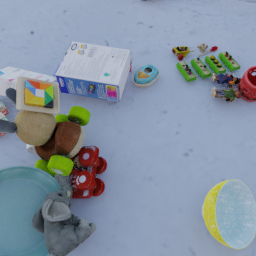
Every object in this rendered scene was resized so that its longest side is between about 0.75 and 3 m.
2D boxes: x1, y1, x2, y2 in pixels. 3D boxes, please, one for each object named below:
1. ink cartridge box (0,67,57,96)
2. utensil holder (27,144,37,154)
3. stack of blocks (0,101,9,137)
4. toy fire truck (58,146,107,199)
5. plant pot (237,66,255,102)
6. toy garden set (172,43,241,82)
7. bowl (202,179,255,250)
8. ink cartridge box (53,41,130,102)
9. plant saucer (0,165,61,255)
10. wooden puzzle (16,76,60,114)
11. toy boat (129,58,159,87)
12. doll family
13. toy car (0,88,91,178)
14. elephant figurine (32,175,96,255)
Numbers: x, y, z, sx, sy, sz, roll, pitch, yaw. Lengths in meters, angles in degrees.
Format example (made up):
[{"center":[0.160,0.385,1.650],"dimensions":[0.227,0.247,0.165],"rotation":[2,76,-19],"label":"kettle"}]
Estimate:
[{"center":[-4.073,-1.702,11.102],"dimensions":[2.314,0.785,1.332],"rotation":[14,29,10],"label":"ink cartridge box"},{"center":[-3.305,0.459,10.056],"dimensions":[0.651,0.651,0.767],"rotation":[-8,59,-5],"label":"utensil holder"},{"center":[-5.215,-0.528,10.757],"dimensions":[1.078,0.548,1.873],"rotation":[-39,64,-23],"label":"stack of blocks"},{"center":[-1.594,1.455,9.198],"dimensions":[1.518,1.014,1.808],"rotation":[-5,63,20],"label":"toy fire truck"},{"center":[5.049,-1.719,11.191],"dimensions":[1.168,1.064,1.168],"rotation":[1,65,-2],"label":"plant pot"},{"center":[3.351,-3.170,12.452],"dimensions":[2.542,0.507,2.119],"rotation":[-16,53,-11],"label":"toy garden set"},{"center":[2.819,2.504,8.299],"dimensions":[1.910,1.028,1.910],"rotation":[9,74,-33],"label":"bowl"},{"center":[-1.512,-2.274,11.021],"dimensions":[2.917,1.114,1.990],"rotation":[12,57,6],"label":"ink cartridge box"},{"center":[-3.180,2.544,8.172],"dimensions":[2.854,0.513,2.854],"rotation":[12,63,-26],"label":"plant saucer"},{"center":[-2.595,-0.967,8.146],"dimensions":[1.192,0.222,1.103],"rotation":[4,63,-27],"label":"wooden puzzle"},{"center":[0.494,-2.413,11.920],"dimensions":[1.539,0.715,1.294],"rotation":[34,63,20],"label":"toy boat"},{"center":[4.073,-1.704,11.401],"dimensions":[1.257,0.853,2.175],"rotation":[5,53,9],"label":"doll family"},{"center":[-2.842,0.027,8.678],"dimensions":[2.644,2.086,2.172],"rotation":[33,58,-30],"label":"toy car"},{"center":[-2.045,2.517,8.069],"dimensions":[1.480,1.622,2.091],"rotation":[-41,77,3],"label":"elephant figurine"}]
